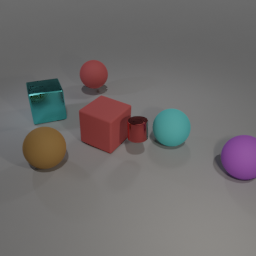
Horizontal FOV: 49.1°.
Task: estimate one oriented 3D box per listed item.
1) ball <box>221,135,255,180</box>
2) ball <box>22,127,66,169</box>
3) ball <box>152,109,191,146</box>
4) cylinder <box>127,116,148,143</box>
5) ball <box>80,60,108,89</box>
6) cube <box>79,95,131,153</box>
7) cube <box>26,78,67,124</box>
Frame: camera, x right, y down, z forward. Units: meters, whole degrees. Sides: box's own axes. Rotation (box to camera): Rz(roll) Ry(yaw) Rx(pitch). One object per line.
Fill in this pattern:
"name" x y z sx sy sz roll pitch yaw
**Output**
"ball" 3.678 0.920 8.859 1.400 1.400 1.400 0 33 0
"ball" -2.766 0.653 9.310 1.400 1.400 1.400 0 33 0
"ball" 1.609 -0.019 10.385 1.400 1.400 1.400 0 33 0
"cylinder" 0.329 0.043 9.501 0.700 0.700 0.700 -2 26 1
"ball" -1.701 -2.667 13.936 1.400 1.400 1.400 0 33 0
"cube" -0.832 -0.171 10.489 1.400 1.400 1.400 21 39 24
"cube" -3.548 -1.186 12.178 1.400 1.400 1.400 -11 34 -17
